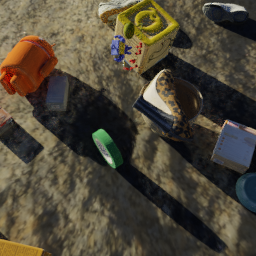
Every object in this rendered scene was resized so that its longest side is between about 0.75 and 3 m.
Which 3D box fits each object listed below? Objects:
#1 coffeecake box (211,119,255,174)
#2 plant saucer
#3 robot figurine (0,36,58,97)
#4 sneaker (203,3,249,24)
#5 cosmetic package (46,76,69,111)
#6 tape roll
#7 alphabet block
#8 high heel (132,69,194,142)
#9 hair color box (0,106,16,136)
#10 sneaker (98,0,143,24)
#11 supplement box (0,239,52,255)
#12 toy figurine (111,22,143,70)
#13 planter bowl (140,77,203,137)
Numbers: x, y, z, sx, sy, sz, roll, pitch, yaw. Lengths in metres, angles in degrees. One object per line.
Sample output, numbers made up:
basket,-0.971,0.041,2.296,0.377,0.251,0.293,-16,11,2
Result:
coffeecake box,3.836,0.635,10.048,1.219,0.580,1.589,23,62,13
plant saucer,4.355,2.113,9.361,1.408,0.253,1.408,0,59,0
robot figurine,-4.060,-2.604,11.398,1.635,2.016,2.803,38,56,-26
sneaker,4.801,-5.763,13.894,2.225,0.829,0.969,13,47,1
cosmetic package,-2.824,-1.406,11.284,0.733,0.619,1.373,1,56,0
tape roll,-0.698,0.706,9.533,0.336,1.397,1.397,-32,64,-16
alphabet block,0.681,-3.818,11.747,1.893,1.939,1.904,-40,78,-20
high heel,1.510,-0.788,9.226,2.071,1.037,2.906,37,42,0
hair color box,-5.238,-0.483,10.760,1.652,0.528,0.916,36,65,18
sneaker,-0.217,-6.046,13.834,2.605,0.985,1.142,-13,60,-9
supplement box,-3.647,3.705,8.040,2.636,0.877,0.907,7,60,5
toy figurine,-0.153,-2.990,10.043,0.925,1.754,1.051,14,14,43
planter bowl,1.485,-0.586,10.234,2.191,1.475,2.191,0,54,0
